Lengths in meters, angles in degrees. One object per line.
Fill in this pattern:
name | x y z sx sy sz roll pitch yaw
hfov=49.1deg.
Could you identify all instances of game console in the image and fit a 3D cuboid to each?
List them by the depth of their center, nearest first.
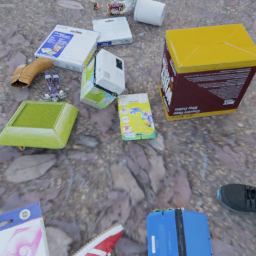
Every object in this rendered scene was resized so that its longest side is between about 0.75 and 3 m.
game console | 1.586 3.615 8.647 1.665 1.154 1.951 -18 54 26

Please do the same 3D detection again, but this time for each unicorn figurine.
unicorn figurine | 0.033 -6.939 15.298 1.930 1.038 2.810 -14 14 -8

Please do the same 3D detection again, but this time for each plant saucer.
plant saucer | -3.400 -0.308 10.765 2.506 0.601 2.509 3 38 3

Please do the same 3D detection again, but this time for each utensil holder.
utensil holder | 1.194 -6.216 15.015 1.424 1.210 1.210 17 57 9

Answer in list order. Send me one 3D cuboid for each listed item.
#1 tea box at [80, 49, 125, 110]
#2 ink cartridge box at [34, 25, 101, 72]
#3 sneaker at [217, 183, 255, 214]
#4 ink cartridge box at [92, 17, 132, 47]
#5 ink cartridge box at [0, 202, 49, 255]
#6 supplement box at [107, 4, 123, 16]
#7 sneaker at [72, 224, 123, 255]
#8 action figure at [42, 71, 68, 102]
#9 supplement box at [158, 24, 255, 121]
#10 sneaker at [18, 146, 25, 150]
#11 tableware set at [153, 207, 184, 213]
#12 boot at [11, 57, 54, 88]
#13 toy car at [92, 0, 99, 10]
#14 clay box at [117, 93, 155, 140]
tea box | -1.063 -1.960 11.561 1.133 1.668 1.696 22 47 -30
ink cartridge box | -2.899 -4.000 13.854 2.469 0.587 2.499 14 55 12
sneaker | 4.381 2.254 9.073 2.808 1.150 1.028 10 56 8
ink cartridge box | -0.842 -5.064 14.682 1.873 0.381 1.877 -9 55 -6
ink cartridge box | -3.760 3.723 8.421 2.537 0.560 2.584 -17 58 -11
supplement box | -0.722 -6.716 15.784 0.874 0.482 0.374 -14 56 -9
sneaker | -0.878 4.059 7.943 2.695 0.960 1.516 -32 70 -30
action figure | -3.205 -1.697 12.225 1.141 0.608 1.753 -7 58 -13
supplement box | 2.931 -2.082 10.975 2.956 2.997 1.990 -7 55 -5
sneaker | -3.996 0.399 10.879 0.358 0.435 0.946 -14 73 32
tableware set | 1.481 3.395 8.800 1.257 0.286 1.866 -9 56 -6
boot | -4.274 -2.450 12.454 1.857 0.712 1.442 -6 43 7
toy car | -1.828 -7.189 16.188 0.297 0.437 0.892 11 56 -32
clay box | 0.310 -0.376 11.289 1.293 0.536 2.251 -5 55 -3
